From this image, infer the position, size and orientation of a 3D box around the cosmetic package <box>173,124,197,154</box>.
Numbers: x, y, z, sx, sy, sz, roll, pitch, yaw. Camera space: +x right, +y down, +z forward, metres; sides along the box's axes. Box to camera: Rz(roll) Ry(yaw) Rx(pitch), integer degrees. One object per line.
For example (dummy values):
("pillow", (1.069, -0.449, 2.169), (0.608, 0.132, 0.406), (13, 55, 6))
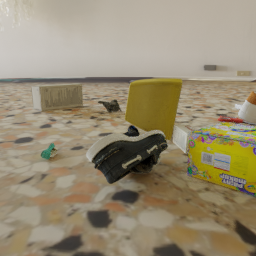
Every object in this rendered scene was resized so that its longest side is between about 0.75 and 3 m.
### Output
("cosmetic package", (1.881, 0.322, 8.875), (0.546, 0.647, 1.252), (-1, 15, -9))

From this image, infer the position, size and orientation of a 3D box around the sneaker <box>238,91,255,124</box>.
("sneaker", (5.453, -0.722, 10.018), (2.919, 1.236, 1.063), (4, 28, -22))

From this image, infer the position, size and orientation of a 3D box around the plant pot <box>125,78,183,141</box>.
("plant pot", (0.932, -0.910, 10.415), (1.795, 2.035, 2.035), (11, 15, 7))

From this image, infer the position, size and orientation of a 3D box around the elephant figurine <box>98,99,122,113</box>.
("elephant figurine", (-0.974, -1.162, 15.012), (0.810, 0.739, 1.044), (-9, 0, 33))

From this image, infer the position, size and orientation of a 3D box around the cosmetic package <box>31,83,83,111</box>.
("cosmetic package", (-4.104, -1.867, 16.409), (2.718, 1.405, 1.186), (-10, 15, -41))

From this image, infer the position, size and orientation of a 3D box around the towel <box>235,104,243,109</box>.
("towel", (7.377, -1.125, 15.737), (2.222, 0.264, 1.632), (0, 11, -8))

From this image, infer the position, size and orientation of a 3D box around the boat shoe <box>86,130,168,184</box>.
("boat shoe", (0.237, 0.715, 6.784), (2.987, 1.129, 0.901), (-7, 55, -53))

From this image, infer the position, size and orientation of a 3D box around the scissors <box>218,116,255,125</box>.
("scissors", (5.224, -0.314, 12.490), (2.482, 0.173, 0.908), (9, 14, 39))

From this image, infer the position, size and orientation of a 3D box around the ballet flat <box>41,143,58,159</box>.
("ballet flat", (-2.244, 0.698, 8.175), (0.328, 0.314, 0.933), (24, 14, -3))

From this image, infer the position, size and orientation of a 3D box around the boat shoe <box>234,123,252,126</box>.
("boat shoe", (3.648, 0.110, 9.883), (1.700, 0.611, 0.506), (-5, 16, 0))

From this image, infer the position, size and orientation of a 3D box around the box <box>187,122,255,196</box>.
("box", (2.664, 0.609, 6.637), (1.752, 1.109, 1.819), (-13, 18, -43))

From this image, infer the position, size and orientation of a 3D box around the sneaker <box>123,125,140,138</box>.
("sneaker", (0.010, 0.168, 9.577), (1.073, 0.600, 0.392), (13, 18, 43))
